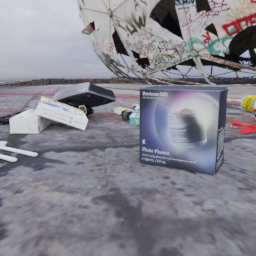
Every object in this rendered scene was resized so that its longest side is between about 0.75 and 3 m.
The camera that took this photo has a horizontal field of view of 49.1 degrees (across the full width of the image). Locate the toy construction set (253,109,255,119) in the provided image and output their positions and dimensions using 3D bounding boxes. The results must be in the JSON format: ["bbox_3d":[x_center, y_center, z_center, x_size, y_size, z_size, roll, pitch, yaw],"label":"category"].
[{"bbox_3d":[6.102,-0.899,12.096,1.402,1.681,1.291,-3,13,31],"label":"toy construction set"}]

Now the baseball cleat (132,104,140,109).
[{"bbox_3d":[0.877,-1.301,17.060,1.227,0.428,0.653,-8,16,10],"label":"baseball cleat"}]

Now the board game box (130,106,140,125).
[{"bbox_3d":[1.033,-0.551,12.261,1.659,0.389,1.252,2,28,15],"label":"board game box"}]

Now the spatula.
[{"bbox_3d":[-3.677,0.661,7.567,2.302,0.185,1.601,6,11,30],"label":"spatula"}]

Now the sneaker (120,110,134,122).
[{"bbox_3d":[-0.066,-0.574,13.011,0.727,0.534,1.606,1,7,19],"label":"sneaker"}]

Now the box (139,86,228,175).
[{"bbox_3d":[1.316,-0.053,6.793,1.901,1.886,1.172,5,12,27],"label":"box"}]

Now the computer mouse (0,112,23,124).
[{"bbox_3d":[-5.292,-0.347,12.347,1.429,0.377,0.989,-21,22,-34],"label":"computer mouse"}]

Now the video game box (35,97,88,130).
[{"bbox_3d":[-2.724,-0.645,11.530,1.963,0.504,2.154,21,7,-19],"label":"video game box"}]

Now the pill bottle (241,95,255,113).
[{"bbox_3d":[7.077,-1.263,15.339,0.930,0.930,1.649,-3,13,-15],"label":"pill bottle"}]

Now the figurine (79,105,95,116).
[{"bbox_3d":[-2.484,-0.803,14.071,1.371,0.590,1.338,-3,2,12],"label":"figurine"}]

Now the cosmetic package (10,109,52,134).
[{"bbox_3d":[-3.856,-0.317,11.354,1.029,0.631,2.492,-2,11,-4],"label":"cosmetic package"}]

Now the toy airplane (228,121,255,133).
[{"bbox_3d":[4.610,-0.045,10.862,1.566,0.288,1.566,2,10,0],"label":"toy airplane"}]

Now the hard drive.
[{"bbox_3d":[-2.188,-1.493,13.597,2.930,0.620,1.976,-8,-15,43],"label":"hard drive"}]

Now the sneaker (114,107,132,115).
[{"bbox_3d":[-0.190,-0.846,14.815,1.077,0.408,0.566,11,2,16],"label":"sneaker"}]
